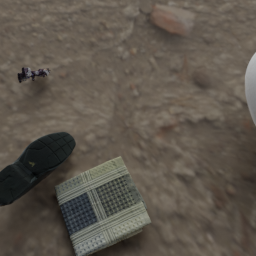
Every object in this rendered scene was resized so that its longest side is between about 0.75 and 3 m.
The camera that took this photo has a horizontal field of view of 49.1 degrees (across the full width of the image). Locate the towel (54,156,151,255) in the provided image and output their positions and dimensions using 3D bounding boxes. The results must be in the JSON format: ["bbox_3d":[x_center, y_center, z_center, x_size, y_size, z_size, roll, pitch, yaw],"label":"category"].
[{"bbox_3d":[-0.609,1.835,6.665,1.901,0.328,1.830,-24,68,-5],"label":"towel"}]

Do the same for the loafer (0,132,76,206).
[{"bbox_3d":[-2.273,0.927,6.763,0.867,0.861,2.382,48,53,5],"label":"loafer"}]

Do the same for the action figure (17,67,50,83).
[{"bbox_3d":[-2.631,-1.528,7.969,0.654,1.005,0.349,-17,94,34],"label":"action figure"}]

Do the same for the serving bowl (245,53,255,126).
[{"bbox_3d":[3.704,-0.626,6.907,2.933,0.965,2.933,16,65,-38],"label":"serving bowl"}]
